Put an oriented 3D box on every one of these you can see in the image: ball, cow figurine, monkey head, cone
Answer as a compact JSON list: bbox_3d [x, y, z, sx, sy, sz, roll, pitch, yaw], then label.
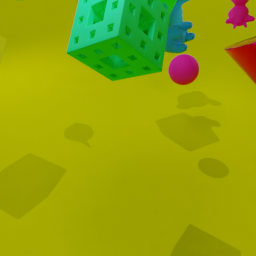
[{"bbox_3d":[1.321,-1.383,6.653,0.724,0.724,0.724,0,36,0],"label":"ball"},{"bbox_3d":[2.226,-2.577,5.508,0.573,1.027,1.044,-1,-9,12],"label":"cow figurine"},{"bbox_3d":[1.472,-3.861,9.299,1.916,1.378,1.155,26,64,-30],"label":"monkey head"},{"bbox_3d":[2.938,-1.083,5.691,1.565,1.571,1.565,-18,14,4],"label":"cone"},{"bbox_3d":[1.079,-2.546,8.245,1.442,0.804,1.465,4,42,36],"label":"cow figurine"}]

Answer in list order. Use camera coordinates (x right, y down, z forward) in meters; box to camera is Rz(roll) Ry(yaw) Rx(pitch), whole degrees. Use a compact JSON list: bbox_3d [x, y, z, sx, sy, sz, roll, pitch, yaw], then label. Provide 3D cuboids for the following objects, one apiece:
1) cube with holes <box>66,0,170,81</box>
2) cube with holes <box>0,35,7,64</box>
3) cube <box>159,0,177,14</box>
[{"bbox_3d":[-0.114,-1.394,4.087,0.981,0.981,0.981,-3,72,40],"label":"cube with holes"},{"bbox_3d":[-3.684,-1.594,6.085,1.235,1.235,1.235,0,75,33],"label":"cube with holes"},{"bbox_3d":[0.449,-3.514,7.659,1.185,1.185,1.185,-12,66,-23],"label":"cube"}]
